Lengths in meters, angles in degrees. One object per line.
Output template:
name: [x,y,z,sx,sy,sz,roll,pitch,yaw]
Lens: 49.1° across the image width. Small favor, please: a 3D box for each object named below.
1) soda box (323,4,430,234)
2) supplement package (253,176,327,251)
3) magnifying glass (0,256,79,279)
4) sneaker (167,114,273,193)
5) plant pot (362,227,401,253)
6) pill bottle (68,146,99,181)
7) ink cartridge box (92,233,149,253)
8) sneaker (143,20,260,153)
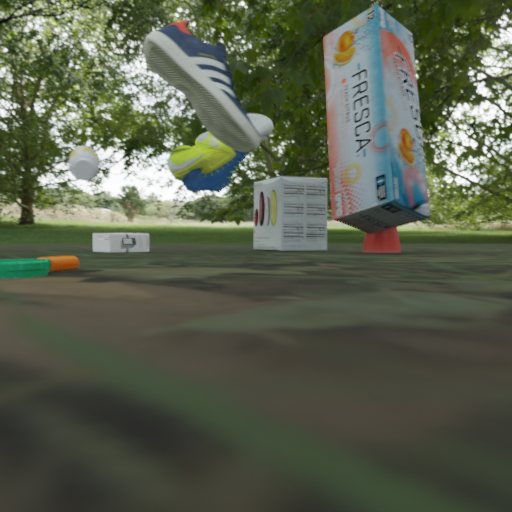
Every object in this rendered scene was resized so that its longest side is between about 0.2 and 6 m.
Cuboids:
soda box: [2.506,-2.853,11.911,1.427,4.490,1.535,14,-21,-42]
supplement package: [0.884,-1.089,15.065,1.394,1.895,1.813,0,1,-24]
magnifying glass: [-1.818,0.092,4.568,0.563,0.158,1.415,0,3,6]
sneaker: [-0.754,-2.345,13.250,2.621,0.992,1.377,-23,-38,-2]
plant pot: [2.816,-0.435,12.573,0.841,0.744,0.841,-1,2,0]
pill bottle: [-3.156,-1.676,10.255,0.525,0.525,0.943,0,21,-15]
ink cartridge box: [-3.101,-0.299,12.840,0.766,0.443,1.053,2,2,44]
sneaker: [-0.696,-3.034,9.796,1.110,2.626,0.984,-46,9,-27]
